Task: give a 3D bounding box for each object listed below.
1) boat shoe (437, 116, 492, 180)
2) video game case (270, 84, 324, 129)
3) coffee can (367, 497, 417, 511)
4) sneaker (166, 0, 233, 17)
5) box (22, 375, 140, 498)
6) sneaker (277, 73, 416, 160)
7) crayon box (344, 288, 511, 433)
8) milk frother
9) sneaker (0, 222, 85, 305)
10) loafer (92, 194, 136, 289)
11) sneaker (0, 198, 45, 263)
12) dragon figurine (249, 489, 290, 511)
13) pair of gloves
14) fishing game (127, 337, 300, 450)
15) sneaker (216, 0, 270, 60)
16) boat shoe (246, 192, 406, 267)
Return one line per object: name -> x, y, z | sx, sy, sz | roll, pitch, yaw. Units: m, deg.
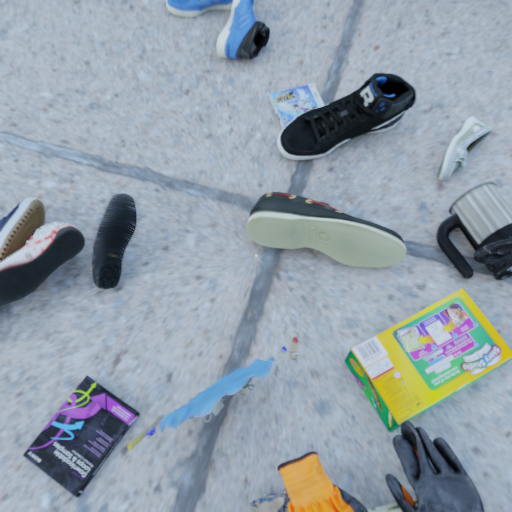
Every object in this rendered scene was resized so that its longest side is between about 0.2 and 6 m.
boat shoe -> 4.446, -2.269, 12.003 | 0.593, 0.681, 1.849 | 29, 60, 19
video game case -> 0.976, -3.404, 12.809 | 1.087, 0.247, 0.985 | -16, 63, -8
coffee can -> 1.997, 4.333, 8.307 | 1.622, 1.187, 1.187 | -12, 63, -5
sneaker -> -1.236, -6.724, 13.982 | 2.134, 1.187, 0.819 | -5, 63, -3
box -> -2.940, 3.022, 9.482 | 1.170, 0.295, 1.636 | 30, 68, 14
sneaker -> 1.896, -3.057, 11.725 | 2.979, 1.666, 1.088 | -22, 80, -11
crayon box -> 3.024, 1.804, 9.856 | 2.494, 0.727, 1.482 | -25, 66, -12
milk frother -> 4.374, -0.540, 10.488 | 1.611, 1.785, 1.679 | -23, 65, -8
sneaker -> -4.179, 0.102, 10.369 | 2.076, 0.693, 1.113 | -37, 27, -16
loafer -> -2.710, -0.308, 10.430 | 0.656, 1.933, 0.679 | 3, 28, -34
sneaker -> -5.404, 0.012, 10.590 | 1.674, 1.081, 3.085 | 19, 67, 8
dragon figurine -> -0.940, 4.869, 8.046 | 3.873, 1.925, 1.140 | -38, 69, 3
pair of gloves -> 1.839, 3.667, 7.924 | 2.775, 0.343, 2.473 | -14, 44, -8
fishing game -> -0.544, 2.195, 8.680 | 2.933, 2.100, 0.456 | -31, 87, 4
sneaker -> -0.109, -5.610, 13.621 | 1.129, 0.779, 2.029 | 15, 68, 14
boat shoe -> 1.380, -0.554, 10.807 | 3.054, 1.117, 0.957 | 12, 47, 8
